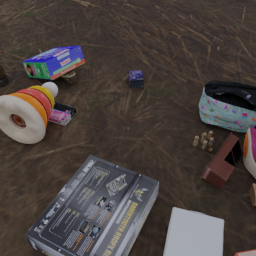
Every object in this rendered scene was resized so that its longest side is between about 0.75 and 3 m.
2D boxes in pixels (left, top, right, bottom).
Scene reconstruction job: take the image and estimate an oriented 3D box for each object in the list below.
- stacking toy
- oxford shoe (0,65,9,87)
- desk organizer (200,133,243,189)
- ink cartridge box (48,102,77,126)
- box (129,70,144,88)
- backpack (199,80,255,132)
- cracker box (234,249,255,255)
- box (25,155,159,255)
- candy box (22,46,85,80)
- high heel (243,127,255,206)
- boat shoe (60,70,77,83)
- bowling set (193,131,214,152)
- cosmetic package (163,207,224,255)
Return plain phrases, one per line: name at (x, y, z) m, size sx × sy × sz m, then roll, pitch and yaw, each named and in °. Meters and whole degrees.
stacking toy at (-3.096, -0.846, 9.518) m, size 1.825 × 1.825 × 2.498 m, roll 13°, pitch 42°, yaw 13°
oxford shoe at (-6.455, -2.139, 11.340) m, size 2.774 × 1.171 × 1.008 m, roll -17°, pitch 47°, yaw -15°
desk organizer at (2.897, 0.963, 8.313) m, size 0.644 × 0.600 × 1.673 m, roll 34°, pitch 55°, yaw 20°
ink cartridge box at (-2.827, -0.622, 10.357) m, size 1.674 × 0.310 × 0.792 m, roll 15°, pitch 46°, yaw 18°
box at (0.342, -2.053, 11.780) m, size 0.582 × 0.410 × 0.787 m, roll -4°, pitch 43°, yaw -5°
backpack at (3.624, -0.764, 9.655) m, size 2.280 × 1.443 × 1.903 m, roll 15°, pitch 32°, yaw 16°
cracker box at (2.493, 3.423, 5.388) m, size 0.487 × 1.130 × 1.687 m, roll -7°, pitch 44°, yaw -7°
box at (-0.749, 2.143, 7.086) m, size 2.217 × 0.677 × 2.800 m, roll 19°, pitch 46°, yaw 19°
candy box at (-3.131, -2.765, 11.794) m, size 2.091 × 0.806 × 1.768 m, roll 12°, pitch 40°, yaw 46°
high heel at (4.122, 1.069, 8.041) m, size 1.289 × 0.905 × 2.687 m, roll 3°, pitch 45°, yaw 9°
boat shoe at (-2.566, -2.163, 11.849) m, size 0.540 × 0.541 × 1.462 m, roll -32°, pitch 29°, yaw -15°
bowling set at (2.591, 0.440, 9.087) m, size 0.830 × 0.446 × 0.578 m, roll -25°, pitch 48°, yaw -24°
cosmetic package at (1.303, 3.063, 5.973) m, size 1.242 × 0.904 × 2.443 m, roll 13°, pitch 43°, yaw 12°
